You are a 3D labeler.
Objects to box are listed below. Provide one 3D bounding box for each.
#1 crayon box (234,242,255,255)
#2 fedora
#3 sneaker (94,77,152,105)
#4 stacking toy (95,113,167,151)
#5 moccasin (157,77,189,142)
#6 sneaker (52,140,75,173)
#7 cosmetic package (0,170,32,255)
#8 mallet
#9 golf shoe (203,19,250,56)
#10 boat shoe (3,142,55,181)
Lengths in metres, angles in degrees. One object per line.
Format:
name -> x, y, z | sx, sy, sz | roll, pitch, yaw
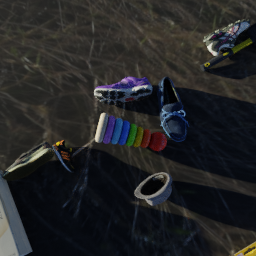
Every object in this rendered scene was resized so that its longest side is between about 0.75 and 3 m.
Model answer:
crayon box -> 3.473, 3.767, 7.342 | 0.887, 0.364, 1.412 | -26, 75, -8
fedora -> 0.789, 1.754, 7.776 | 1.136, 1.005, 0.513 | -41, 113, -33
sneaker -> -0.169, -1.232, 8.880 | 1.827, 0.736, 0.762 | -7, 57, -11
stacking toy -> 0.131, 0.204, 8.197 | 2.060, 0.879, 0.879 | 14, 73, -8
moccasin -> 1.272, -0.593, 8.550 | 0.826, 0.700, 2.053 | -17, 73, -5
sneaker -> -1.802, 0.822, 8.277 | 0.469, 0.365, 1.043 | -37, 74, -8
cosmetic package -> -3.715, 2.445, 7.479 | 1.302, 0.919, 2.515 | -27, 73, -8
mallet -> 3.487, -2.707, 9.387 | 2.548, 0.524, 0.839 | -23, 74, -3
golf shoe -> 3.408, -3.069, 9.470 | 1.725, 0.666, 0.760 | -27, 94, -5
boat shoe -> -2.909, 0.962, 8.169 | 1.588, 0.567, 0.522 | -31, 57, -1
